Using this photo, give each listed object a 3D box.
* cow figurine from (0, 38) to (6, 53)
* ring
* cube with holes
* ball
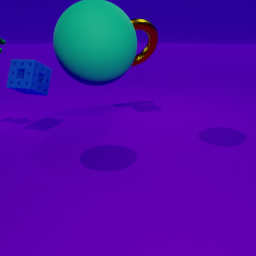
[{"bbox_3d":[-3.781,-2.274,7.206,0.968,0.532,0.953,13,-7,44],"label":"cow figurine"},{"bbox_3d":[0.188,-2.881,9.621,1.846,1.846,0.369,-8,51,-23],"label":"ring"},{"bbox_3d":[-2.689,-1.371,7.683,0.772,0.772,0.772,6,-5,21],"label":"cube with holes"},{"bbox_3d":[-0.520,-1.350,4.520,1.329,1.329,1.329,0,19,0],"label":"ball"}]
